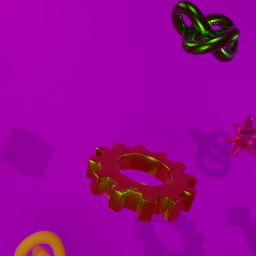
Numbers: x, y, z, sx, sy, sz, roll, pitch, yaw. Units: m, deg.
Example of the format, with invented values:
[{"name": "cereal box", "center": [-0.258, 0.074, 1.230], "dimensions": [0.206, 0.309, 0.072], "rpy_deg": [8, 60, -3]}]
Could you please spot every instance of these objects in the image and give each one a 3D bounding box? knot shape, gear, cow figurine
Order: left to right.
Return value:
[{"name": "knot shape", "center": [-1.236, 2.314, 4.751], "dimensions": [1.153, 1.232, 0.569], "rpy_deg": [9, 38, 11]}, {"name": "gear", "center": [0.235, 0.828, 4.768], "dimensions": [1.835, 1.835, 0.339], "rpy_deg": [16, 111, 4]}, {"name": "knot shape", "center": [1.407, -1.638, 4.920], "dimensions": [1.474, 0.681, 1.379], "rpy_deg": [22, 33, -7]}, {"name": "cow figurine", "center": [2.251, 0.329, 4.299], "dimensions": [1.334, 1.356, 0.744], "rpy_deg": [21, 99, 10]}]
